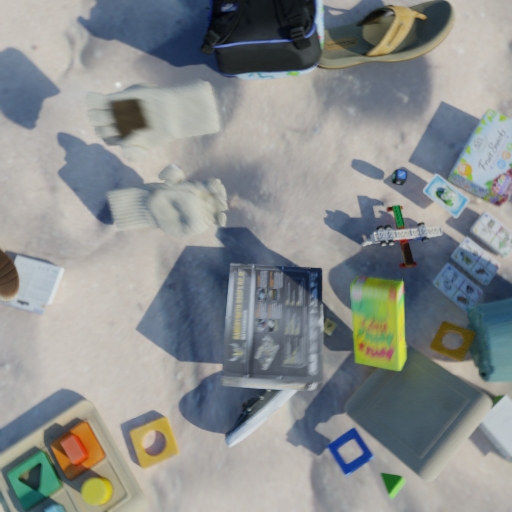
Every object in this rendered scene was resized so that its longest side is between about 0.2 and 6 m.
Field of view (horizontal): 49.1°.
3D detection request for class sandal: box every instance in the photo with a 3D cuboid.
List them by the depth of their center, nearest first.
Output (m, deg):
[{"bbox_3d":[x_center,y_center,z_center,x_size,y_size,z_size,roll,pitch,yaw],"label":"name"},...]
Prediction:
[{"bbox_3d":[2.672,-4.841,12.024,3.208,0.866,1.288,-9,69,7],"label":"sandal"}]

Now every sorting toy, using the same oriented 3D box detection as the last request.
[{"bbox_3d":[-3.287,3.970,9.708,3.994,0.544,2.249,-33,76,-10],"label":"sorting toy"},{"bbox_3d":[2.838,2.702,9.924,3.428,0.467,1.930,-46,50,-11],"label":"sorting toy"}]

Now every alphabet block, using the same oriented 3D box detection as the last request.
[{"bbox_3d":[1.381,1.360,10.678,0.227,0.222,0.223,32,74,10],"label":"alphabet block"}]

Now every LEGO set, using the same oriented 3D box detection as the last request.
[{"bbox_3d":[3.536,-0.440,11.201,2.788,0.684,2.083,40,70,5],"label":"LEGO set"}]

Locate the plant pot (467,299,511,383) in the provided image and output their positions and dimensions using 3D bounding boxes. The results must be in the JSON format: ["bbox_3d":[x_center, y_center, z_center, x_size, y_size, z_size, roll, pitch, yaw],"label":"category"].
[{"bbox_3d":[4.834,1.470,9.930,1.809,1.847,1.847,-8,73,7],"label":"plant pot"}]

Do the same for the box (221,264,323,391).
[{"bbox_3d":[0.322,1.278,10.316,1.793,0.547,2.264,2,62,1],"label":"box"}]

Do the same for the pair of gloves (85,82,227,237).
[{"bbox_3d":[-1.788,-1.658,10.226,2.435,0.502,2.864,3,117,15],"label":"pair of gloves"}]

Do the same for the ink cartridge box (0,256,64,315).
[{"bbox_3d":[-4.373,0.585,10.913,0.975,0.215,0.994,15,76,7],"label":"ink cartridge box"}]

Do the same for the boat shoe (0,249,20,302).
[{"bbox_3d":[-5.106,0.222,10.838,0.661,0.663,1.791,-16,62,-40],"label":"boat shoe"}]

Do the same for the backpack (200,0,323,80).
[{"bbox_3d":[0.208,-5.063,11.669,2.387,1.917,2.608,-2,75,11],"label":"backpack"}]

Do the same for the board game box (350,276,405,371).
[{"bbox_3d":[2.168,1.207,9.943,0.836,1.645,0.392,6,29,28],"label":"board game box"}]

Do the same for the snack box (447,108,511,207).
[{"bbox_3d":[4.910,-2.038,11.584,1.219,0.454,1.715,29,75,8],"label":"snack box"}]

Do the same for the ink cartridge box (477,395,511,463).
[{"bbox_3d":[4.617,3.233,10.012,0.691,0.395,1.331,-38,77,-11],"label":"ink cartridge box"}]

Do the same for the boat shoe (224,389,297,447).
[{"bbox_3d":[0.019,2.760,10.106,1.643,0.564,0.465,-37,70,-19],"label":"boat shoe"}]
